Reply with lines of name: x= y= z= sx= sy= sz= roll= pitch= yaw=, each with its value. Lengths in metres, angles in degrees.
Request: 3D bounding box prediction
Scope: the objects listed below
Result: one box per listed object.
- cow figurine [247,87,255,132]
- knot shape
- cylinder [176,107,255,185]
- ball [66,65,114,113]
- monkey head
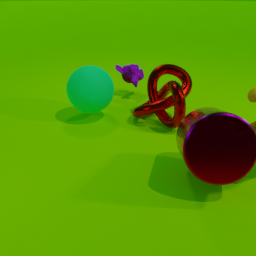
cow figurine: x=2.952 y=-0.162 z=5.003 sx=1.578 sy=1.603 sz=0.880 roll=-15 pitch=26 yaw=-10
knot shape: x=0.850 y=-0.753 z=7.510 sx=1.728 sy=0.853 sz=1.847 roll=-28 pitch=45 yaw=33
cylinder: x=1.521 y=0.263 z=5.027 sx=1.199 sy=1.199 sz=1.199 roll=2 pitch=8 yaw=4
ball: x=-1.015 y=-1.042 z=7.583 sx=1.277 sy=1.277 sz=1.277 roll=0 pitch=27 yaw=0
monkey head: x=0.098 y=-1.672 z=9.215 sx=0.692 sy=1.148 sz=0.826 roll=-16 pitch=50 yaw=39
